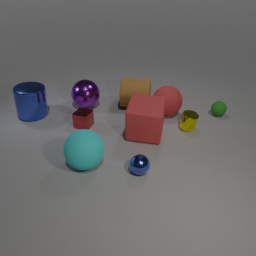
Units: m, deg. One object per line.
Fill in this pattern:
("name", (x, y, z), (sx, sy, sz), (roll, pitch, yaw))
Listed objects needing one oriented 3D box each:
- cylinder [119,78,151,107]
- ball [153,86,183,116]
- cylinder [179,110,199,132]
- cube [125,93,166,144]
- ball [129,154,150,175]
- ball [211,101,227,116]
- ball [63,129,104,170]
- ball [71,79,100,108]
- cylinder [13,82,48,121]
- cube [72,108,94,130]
("cylinder", (0.376, -1.699, 13.657), (1.400, 1.400, 1.400), (5, 31, 6))
("ball", (1.819, -1.263, 12.989), (1.400, 1.400, 1.400), (0, 31, 0))
("cylinder", (2.615, -0.305, 12.017), (0.700, 0.700, 0.700), (6, 37, -5))
("cube", (0.711, -0.384, 11.253), (1.400, 1.400, 1.400), (8, 41, 9))
("ball", (0.396, 1.245, 9.519), (0.700, 0.700, 0.700), (0, 31, 0))
("ball", (4.256, -0.916, 13.101), (0.700, 0.700, 0.700), (0, 31, 0))
("ball", (-1.522, 0.746, 9.679), (1.400, 1.400, 1.400), (0, 31, 0))
("ball", (-2.076, -1.676, 13.728), (1.400, 1.400, 1.400), (0, 31, 0))
("cylinder", (-4.473, -1.239, 12.924), (1.400, 1.400, 1.400), (2, 32, -2))
("cube", (-1.953, -0.401, 12.267), (0.700, 0.700, 0.700), (10, 32, 17))
